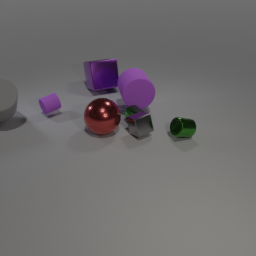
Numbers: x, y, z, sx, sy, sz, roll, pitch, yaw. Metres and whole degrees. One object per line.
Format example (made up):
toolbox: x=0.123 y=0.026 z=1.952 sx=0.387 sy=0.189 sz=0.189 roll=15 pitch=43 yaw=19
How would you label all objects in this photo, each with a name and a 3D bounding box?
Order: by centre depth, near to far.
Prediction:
cylinder: x=2.020 y=-0.020 z=10.294 sx=0.700 sy=0.700 sz=0.700 roll=5 pitch=24 yaw=-31
cube: x=0.445 y=-0.149 z=10.529 sx=0.700 sy=0.700 sz=0.700 roll=-23 pitch=21 yaw=-24
ball: x=-0.967 y=-0.438 z=10.575 sx=1.400 sy=1.400 sz=1.400 roll=0 pitch=30 yaw=0
cylinder: x=-4.999 y=-1.078 z=10.755 sx=1.400 sy=1.400 sz=1.400 roll=-16 pitch=-8 yaw=-26
cylinder: x=0.322 y=-0.493 z=11.382 sx=0.700 sy=0.700 sz=0.700 roll=-14 pitch=33 yaw=-24
cylinder: x=-3.306 y=-1.035 z=11.866 sx=0.700 sy=0.700 sz=0.700 roll=-28 pitch=39 yaw=-28
cylinder: x=0.334 y=-1.708 z=12.073 sx=1.400 sy=1.400 sz=1.400 roll=-5 pitch=30 yaw=-9
cube: x=-1.372 y=-2.764 z=14.381 sx=1.400 sy=1.400 sz=1.400 roll=-12 pitch=17 yaw=-20
